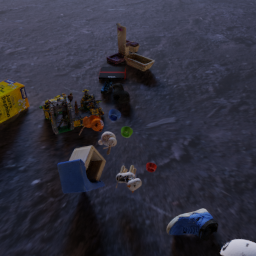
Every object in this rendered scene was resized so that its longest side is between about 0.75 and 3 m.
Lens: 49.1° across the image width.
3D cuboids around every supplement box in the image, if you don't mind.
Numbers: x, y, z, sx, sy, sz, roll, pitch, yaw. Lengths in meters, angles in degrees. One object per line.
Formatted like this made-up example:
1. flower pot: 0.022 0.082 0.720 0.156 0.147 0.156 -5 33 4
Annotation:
1. supplement box: -4.719 -0.924 10.270 0.987 0.981 1.802 22 42 26

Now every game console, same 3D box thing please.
1. game console: -0.728 -2.552 13.127 1.235 0.192 1.092 0 41 1

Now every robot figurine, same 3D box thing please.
1. robot figurine: 2.013 2.827 4.974 0.995 1.198 1.595 19 78 -7

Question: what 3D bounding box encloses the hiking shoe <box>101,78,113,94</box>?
1. hiking shoe: -0.933 -1.785 11.886 0.350 0.408 0.942 10 38 13

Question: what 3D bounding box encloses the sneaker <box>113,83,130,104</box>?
1. sneaker: -0.394 -1.410 11.366 0.588 0.492 1.296 -20 39 -16

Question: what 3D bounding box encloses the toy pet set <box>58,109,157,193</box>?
1. toy pet set: -0.707 0.916 6.808 2.078 2.225 1.182 -13 41 30

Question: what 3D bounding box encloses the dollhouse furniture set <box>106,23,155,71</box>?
1. dollhouse furniture set: 0.472 -4.195 13.874 2.607 1.850 2.066 31 47 34

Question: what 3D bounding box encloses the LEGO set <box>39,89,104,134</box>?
1. LEGO set: -2.012 -0.879 9.930 2.275 1.318 1.750 -10 38 -12

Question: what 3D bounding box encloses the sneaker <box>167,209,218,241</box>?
1. sneaker: 1.522 2.312 6.429 1.180 0.453 0.656 -10 29 -23
